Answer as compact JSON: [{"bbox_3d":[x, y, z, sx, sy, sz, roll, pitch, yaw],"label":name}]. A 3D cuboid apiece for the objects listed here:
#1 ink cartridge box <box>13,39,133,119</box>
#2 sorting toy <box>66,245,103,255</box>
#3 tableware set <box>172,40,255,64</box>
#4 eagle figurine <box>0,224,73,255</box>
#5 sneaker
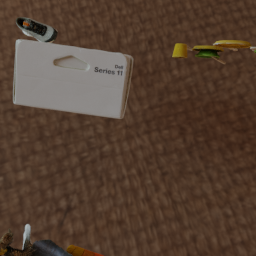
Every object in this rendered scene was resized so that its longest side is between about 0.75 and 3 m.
[{"bbox_3d":[-0.969,-1.101,6.146,2.076,2.832,1.176,8,101,0],"label":"ink cartridge box"},{"bbox_3d":[-0.666,2.669,4.950,0.957,2.780,0.964,47,73,-4],"label":"sorting toy"},{"bbox_3d":[1.997,-1.510,5.660,2.206,1.486,0.339,11,102,30],"label":"tableware set"},{"bbox_3d":[-1.800,2.876,5.388,1.926,1.461,1.453,28,73,0],"label":"eagle figurine"},{"bbox_3d":[-2.535,-2.709,7.740,1.369,0.543,0.506,23,91,21],"label":"sneaker"}]
